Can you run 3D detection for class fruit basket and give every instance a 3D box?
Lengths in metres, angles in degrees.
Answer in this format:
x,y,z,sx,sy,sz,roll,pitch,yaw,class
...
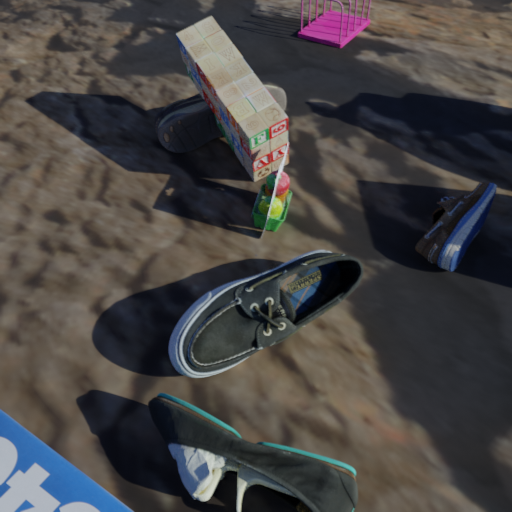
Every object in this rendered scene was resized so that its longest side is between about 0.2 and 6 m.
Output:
x,y,z,sx,sy,sz,roll,pitch,yaw,class
0.256,-1.002,8.556,0.539,1.150,1.065,12,46,6,fruit basket

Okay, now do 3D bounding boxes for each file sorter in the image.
x,y,z,sx,sy,sz,roll,pitch,yaw,class
1.953,-6.004,13.628,1.176,1.062,1.693,24,50,23,file sorter

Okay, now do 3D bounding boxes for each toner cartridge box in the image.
x,y,z,sx,sy,sz,roll,pitch,yaw,class
-2.127,2.781,4.650,4.371,0.944,2.076,27,50,19,toner cartridge box

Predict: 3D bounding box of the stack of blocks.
x,y,z,sx,sy,sz,roll,pitch,yaw,class
-0.377,-2.621,9.445,0.706,1.388,2.411,-30,71,-7,stack of blocks

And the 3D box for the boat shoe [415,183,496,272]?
x,y,z,sx,sy,sz,roll,pitch,yaw,class
3.042,-0.590,8.483,0.691,0.690,1.911,26,50,26,boat shoe

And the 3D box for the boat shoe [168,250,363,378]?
x,y,z,sx,sy,sz,roll,pitch,yaw,class
0.189,0.615,6.944,2.743,0.942,0.777,-29,11,-29,boat shoe

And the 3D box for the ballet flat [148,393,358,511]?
x,y,z,sx,sy,sz,roll,pitch,yaw,class
-0.194,2.138,5.658,2.418,0.822,0.827,15,57,20,ballet flat

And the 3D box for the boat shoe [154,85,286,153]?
x,y,z,sx,sy,sz,roll,pitch,yaw,class
-0.697,-2.776,10.481,2.616,0.974,0.959,-19,48,-20,boat shoe
